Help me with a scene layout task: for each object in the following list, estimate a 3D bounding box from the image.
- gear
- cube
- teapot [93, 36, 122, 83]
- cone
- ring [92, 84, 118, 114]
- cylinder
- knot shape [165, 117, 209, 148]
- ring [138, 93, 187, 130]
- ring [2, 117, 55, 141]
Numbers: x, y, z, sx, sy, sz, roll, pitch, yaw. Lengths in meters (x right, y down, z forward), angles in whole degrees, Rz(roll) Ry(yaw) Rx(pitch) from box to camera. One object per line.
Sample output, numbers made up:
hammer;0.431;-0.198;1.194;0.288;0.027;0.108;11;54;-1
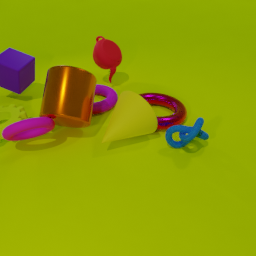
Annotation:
gear;-3.685;-0.130;7.965;1.607;0.297;1.607;-7;34;5
cube;-3.824;-1.925;9.437;0.988;0.988;0.988;22;43;3
teapot;-0.800;-2.607;10.370;1.142;1.837;0.900;-12;-12;-42
cone;-0.196;-0.024;7.362;1.389;1.389;1.394;28;56;35
ring;-1.247;-1.000;9.441;1.816;0.363;1.816;-1;33;0
cylinder;-1.639;-0.821;7.768;1.384;1.384;1.384;5;78;7
knot shape;1.492;0.162;7.221;1.070;1.144;0.528;-18;75;14
ring;0.865;-0.566;8.710;1.936;0.387;1.936;3;33;-2
ring;-2.528;0.034;7.178;1.314;0.263;1.314;-17;-8;-3
